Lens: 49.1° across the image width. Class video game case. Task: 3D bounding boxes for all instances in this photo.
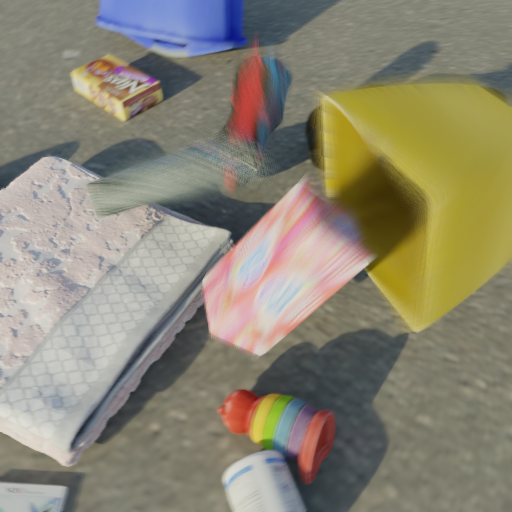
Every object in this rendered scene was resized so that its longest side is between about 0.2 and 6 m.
[{"bbox_3d":[-2.616,2.970,6.029,0.908,0.110,0.996,2,48,2],"label":"video game case"}]

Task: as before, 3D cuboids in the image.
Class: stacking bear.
[{"bbox_3d":[0.193,1.959,6.559,1.289,0.733,0.782,14,26,25],"label":"stacking bear"}]

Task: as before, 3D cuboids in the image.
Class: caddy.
[{"bbox_3d":[-1.851,-5.375,12.467,3.422,1.796,2.419,14,28,10],"label":"caddy"}]

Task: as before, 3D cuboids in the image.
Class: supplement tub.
[{"bbox_3d":[0.137,2.688,5.891,0.700,0.700,1.061,-15,50,-13],"label":"supplement tub"}]

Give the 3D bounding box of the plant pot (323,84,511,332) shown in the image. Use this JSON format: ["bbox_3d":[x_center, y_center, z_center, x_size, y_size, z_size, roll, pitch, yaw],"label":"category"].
[{"bbox_3d":[2.242,-0.848,6.880,1.962,2.225,2.225,-23,48,-11],"label":"plant pot"}]

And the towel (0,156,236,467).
[{"bbox_3d":[-2.843,0.343,7.908,3.905,0.659,4.088,22,49,17],"label":"towel"}]

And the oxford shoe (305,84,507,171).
[{"bbox_3d":[2.633,-2.637,10.112,3.578,1.300,1.510,-7,48,1],"label":"oxford shoe"}]

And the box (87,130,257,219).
[{"bbox_3d":[-1.045,-1.173,7.698,2.124,0.489,1.688,-17,14,4],"label":"box"}]

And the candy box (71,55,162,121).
[{"bbox_3d":[-2.894,-3.507,11.612,1.711,0.483,0.998,35,57,29],"label":"candy box"}]

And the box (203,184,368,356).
[{"bbox_3d":[0.266,0.199,6.384,0.835,1.764,0.905,29,30,-32],"label":"box"}]

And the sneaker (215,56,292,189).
[{"bbox_3d":[0.050,-2.081,9.079,0.868,2.188,1.045,36,31,24],"label":"sneaker"}]
